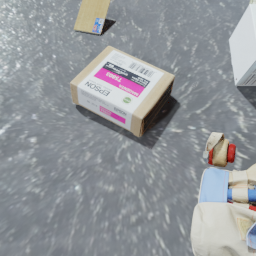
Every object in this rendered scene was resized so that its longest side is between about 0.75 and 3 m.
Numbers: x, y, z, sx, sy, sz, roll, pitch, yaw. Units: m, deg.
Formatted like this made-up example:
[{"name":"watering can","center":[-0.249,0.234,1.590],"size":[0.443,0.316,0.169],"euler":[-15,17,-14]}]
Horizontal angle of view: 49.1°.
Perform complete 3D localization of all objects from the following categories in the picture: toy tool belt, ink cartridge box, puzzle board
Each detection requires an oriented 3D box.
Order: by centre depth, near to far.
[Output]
[{"name":"toy tool belt","center":[2.213,1.404,5.301],"size":[1.617,1.643,2.631],"euler":[4,58,24]},{"name":"ink cartridge box","center":[-0.130,-1.068,7.611],"size":[2.220,0.834,1.829],"euler":[28,57,15]},{"name":"puzzle board","center":[-1.253,-3.974,9.856],"size":[1.017,0.117,1.350],"euler":[13,82,10]}]

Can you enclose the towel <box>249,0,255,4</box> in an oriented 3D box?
[{"name":"towel","center":[6.066,-4.667,10.431],"size":[2.868,0.514,2.979],"euler":[18,57,12]}]

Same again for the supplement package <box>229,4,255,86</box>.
[{"name":"supplement package","center":[4.222,-2.241,7.769],"size":[2.156,1.624,1.636],"euler":[-1,73,0]}]
